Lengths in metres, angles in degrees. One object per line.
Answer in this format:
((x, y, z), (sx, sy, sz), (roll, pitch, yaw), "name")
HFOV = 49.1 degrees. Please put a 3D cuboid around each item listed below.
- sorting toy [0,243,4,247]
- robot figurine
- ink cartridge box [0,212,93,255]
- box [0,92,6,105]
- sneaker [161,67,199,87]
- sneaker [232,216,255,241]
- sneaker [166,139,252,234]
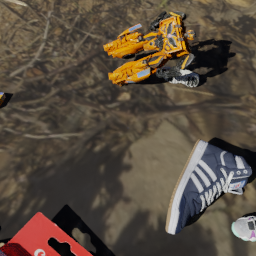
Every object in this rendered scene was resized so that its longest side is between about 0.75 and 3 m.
((-2.602, 2.621, 4.975), (0.801, 0.281, 1.663), (-10, 48, -8), "sorting toy")
((0.611, -2.193, 7.912), (2.625, 0.764, 1.903), (-16, 81, 30), "robot figurine")
((-1.669, 2.638, 4.467), (1.830, 0.569, 2.274), (32, 57, 17), "ink cartridge box")
((-4.120, -0.822, 8.112), (0.940, 0.195, 0.559), (7, 49, 4), "box")
((1.620, -1.640, 8.723), (1.232, 0.463, 0.499), (20, 40, 13), "sneaker")
((2.695, 1.762, 5.331), (1.276, 0.892, 0.496), (-3, 48, -3), "sneaker")
((1.724, 1.280, 5.801), (1.307, 0.845, 2.410), (20, 48, 19), "sneaker")
